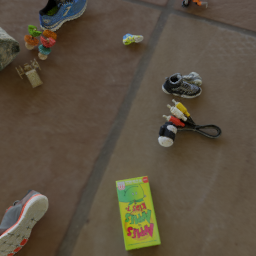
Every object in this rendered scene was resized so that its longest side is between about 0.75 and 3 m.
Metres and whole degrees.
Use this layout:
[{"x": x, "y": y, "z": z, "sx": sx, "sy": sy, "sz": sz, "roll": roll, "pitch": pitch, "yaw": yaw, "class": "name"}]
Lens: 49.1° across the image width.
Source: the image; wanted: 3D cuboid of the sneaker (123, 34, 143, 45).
[{"x": 0.210, "y": -4.310, "z": 13.273, "sx": 0.984, "sy": 0.373, "sz": 0.517, "roll": -14, "pitch": 66, "yaw": -5, "class": "sneaker"}]

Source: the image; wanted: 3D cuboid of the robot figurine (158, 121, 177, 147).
[{"x": 1.543, "y": 0.245, "z": 10.978, "sx": 0.749, "sy": 0.622, "sz": 0.998, "roll": 19, "pitch": 70, "yaw": -1, "class": "robot figurine"}]

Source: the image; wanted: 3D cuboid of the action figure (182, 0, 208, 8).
[{"x": 3.346, "y": -6.792, "z": 14.159, "sx": 1.542, "sy": 0.834, "sz": 1.594, "roll": 16, "pitch": 66, "yaw": -2, "class": "action figure"}]

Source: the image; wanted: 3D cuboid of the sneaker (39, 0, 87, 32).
[{"x": -3.090, "y": -5.843, "z": 13.478, "sx": 1.100, "sy": 1.249, "sz": 2.801, "roll": 40, "pitch": 71, "yaw": 16, "class": "sneaker"}]

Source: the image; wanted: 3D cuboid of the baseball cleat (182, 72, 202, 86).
[{"x": 2.614, "y": -2.180, "z": 12.347, "sx": 1.263, "sy": 0.440, "sz": 0.672, "roll": 12, "pitch": 60, "yaw": -5, "class": "baseball cleat"}]

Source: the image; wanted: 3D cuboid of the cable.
[{"x": 2.539, "y": -0.117, "z": 11.271, "sx": 2.432, "sy": 0.612, "sz": 1.181, "roll": 30, "pitch": 79, "yaw": 12, "class": "cable"}]

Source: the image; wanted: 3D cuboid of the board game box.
[{"x": 0.327, "y": 2.983, "z": 9.927, "sx": 1.186, "sy": 0.556, "sz": 2.335, "roll": -9, "pitch": 66, "yaw": -4, "class": "board game box"}]

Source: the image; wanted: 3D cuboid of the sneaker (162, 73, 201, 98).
[{"x": 2.325, "y": -1.793, "z": 11.832, "sx": 1.679, "sy": 0.956, "sz": 0.634, "roll": 9, "pitch": 66, "yaw": 4, "class": "sneaker"}]

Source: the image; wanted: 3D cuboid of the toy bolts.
[{"x": -3.932, "y": -3.862, "z": 12.989, "sx": 1.407, "sy": 1.022, "sz": 1.473, "roll": -7, "pitch": 46, "yaw": -47, "class": "toy bolts"}]

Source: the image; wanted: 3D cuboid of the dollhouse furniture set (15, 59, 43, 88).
[{"x": -4.282, "y": -2.388, "z": 12.405, "sx": 0.937, "sy": 0.710, "sz": 1.069, "roll": -30, "pitch": 47, "yaw": -12, "class": "dollhouse furniture set"}]

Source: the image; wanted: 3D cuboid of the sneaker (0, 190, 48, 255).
[{"x": -3.925, "y": 3.323, "z": 9.746, "sx": 1.096, "sy": 1.031, "sz": 2.677, "roll": 25, "pitch": 67, "yaw": 42, "class": "sneaker"}]

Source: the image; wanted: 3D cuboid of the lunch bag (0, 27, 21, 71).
[{"x": -6.205, "y": -3.743, "z": 12.415, "sx": 2.327, "sy": 1.622, "sz": 1.952, "roll": 39, "pitch": 58, "yaw": 16, "class": "lunch bag"}]
